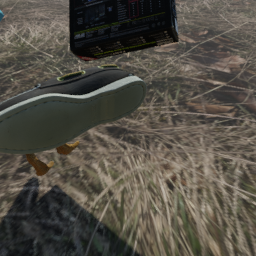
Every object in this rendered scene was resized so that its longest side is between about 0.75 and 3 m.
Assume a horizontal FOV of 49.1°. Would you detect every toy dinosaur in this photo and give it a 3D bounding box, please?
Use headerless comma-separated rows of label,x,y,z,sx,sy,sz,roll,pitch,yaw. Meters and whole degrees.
toy dinosaur,-1.425,-0.001,3.921,0.784,1.379,2.597,-34,15,6

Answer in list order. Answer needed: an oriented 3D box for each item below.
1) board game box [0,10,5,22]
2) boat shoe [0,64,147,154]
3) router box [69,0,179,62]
board game box,-4.217,-3.389,7.090,0.570,1.833,2.428,-52,37,5
boat shoe,-0.710,-0.290,3.328,2.009,0.716,0.605,-20,48,-34
router box,-0.166,-3.032,7.172,2.753,0.855,2.063,-6,80,20
